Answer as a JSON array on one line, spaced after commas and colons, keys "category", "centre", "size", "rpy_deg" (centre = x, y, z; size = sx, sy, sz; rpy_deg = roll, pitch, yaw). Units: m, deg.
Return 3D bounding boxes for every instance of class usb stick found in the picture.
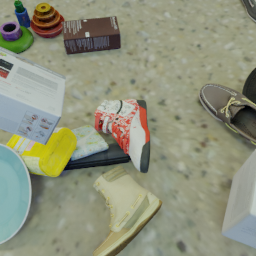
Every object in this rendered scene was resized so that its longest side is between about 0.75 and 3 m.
[{"category": "usb stick", "centre": [-1.065, 0.747, 7.275], "size": [2.322, 0.379, 0.644], "rpy_deg": [-7, 46, -4]}]

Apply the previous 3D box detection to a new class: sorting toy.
[{"category": "sorting toy", "centre": [-3.458, -3.637, 9.559], "size": [2.500, 1.026, 1.502], "rpy_deg": [-29, 63, -16]}]

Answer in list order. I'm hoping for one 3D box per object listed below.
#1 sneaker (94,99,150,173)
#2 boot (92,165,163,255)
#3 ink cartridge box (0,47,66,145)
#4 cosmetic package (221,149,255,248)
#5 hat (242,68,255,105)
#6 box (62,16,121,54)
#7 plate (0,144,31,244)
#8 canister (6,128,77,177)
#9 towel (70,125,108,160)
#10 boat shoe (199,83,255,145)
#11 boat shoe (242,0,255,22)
[{"category": "sneaker", "centre": [-0.183, 0.133, 7.118], "size": [1.386, 0.864, 2.586], "rpy_deg": [1, 39, -2]}, {"category": "boot", "centre": [-0.370, 1.893, 6.416], "size": [1.948, 0.709, 1.514], "rpy_deg": [-40, 67, -22]}, {"category": "ink cartridge box", "centre": [-1.517, -0.501, 3.684], "size": [1.269, 0.532, 1.114], "rpy_deg": [23, 30, -22]}, {"category": "cosmetic package", "centre": [3.121, 1.598, 5.883], "size": [1.579, 1.915, 1.580], "rpy_deg": [18, 61, 11]}, {"category": "hat", "centre": [4.514, -0.714, 7.703], "size": [2.613, 1.054, 2.613], "rpy_deg": [2, 94, 31]}, {"category": "box", "centre": [-1.230, -3.136, 9.467], "size": [1.885, 0.706, 0.944], "rpy_deg": [-8, 59, -7]}, {"category": "plate", "centre": [-3.167, 1.499, 6.486], "size": [2.332, 0.298, 2.332], "rpy_deg": [-2, 83, 16]}, {"category": "canister", "centre": [-2.165, 0.538, 6.786], "size": [1.670, 0.723, 1.240], "rpy_deg": [0, 51, 37]}, {"category": "towel", "centre": [-1.190, 0.351, 7.292], "size": [0.996, 0.280, 1.164], "rpy_deg": [-19, 35, -21]}, {"category": "boat shoe", "centre": [3.014, -0.375, 7.569], "size": [2.725, 0.811, 0.979], "rpy_deg": [46, 101, 22]}, {"category": "boat shoe", "centre": [4.810, -4.757, 10.415], "size": [0.839, 0.715, 2.509], "rpy_deg": [-12, 60, -7]}]
